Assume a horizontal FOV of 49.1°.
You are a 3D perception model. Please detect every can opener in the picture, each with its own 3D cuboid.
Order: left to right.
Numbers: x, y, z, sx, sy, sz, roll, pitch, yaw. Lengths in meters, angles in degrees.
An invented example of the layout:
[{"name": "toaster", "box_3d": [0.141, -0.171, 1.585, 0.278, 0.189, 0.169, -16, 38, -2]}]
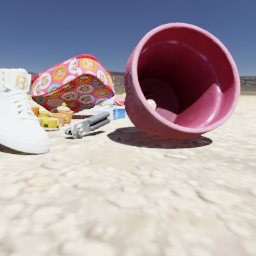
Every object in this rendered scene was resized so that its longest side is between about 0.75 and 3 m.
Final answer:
[{"name": "can opener", "box_3d": [-0.973, -0.112, 6.818, 0.450, 0.359, 1.345, 10, 23, 30]}]

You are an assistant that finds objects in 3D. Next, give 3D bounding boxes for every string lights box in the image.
[{"name": "string lights box", "box_3d": [-0.640, -0.558, 10.647, 0.703, 0.403, 1.368, 5, 10, 27]}]

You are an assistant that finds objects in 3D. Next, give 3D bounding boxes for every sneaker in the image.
[{"name": "sneaker", "box_3d": [-2.208, -0.481, 5.478, 2.303, 1.331, 0.849, 27, 13, 34]}]

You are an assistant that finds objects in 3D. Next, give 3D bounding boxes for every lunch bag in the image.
[{"name": "lunch bag", "box_3d": [-1.917, -1.380, 10.477, 2.748, 1.126, 2.420, -19, -27, 18]}]

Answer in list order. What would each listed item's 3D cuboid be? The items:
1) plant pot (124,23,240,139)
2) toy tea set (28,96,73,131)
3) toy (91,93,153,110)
[{"name": "plant pot", "box_3d": [0.898, -0.791, 6.299, 2.315, 2.315, 2.072, -3, -11, -17]}, {"name": "toy tea set", "box_3d": [-2.418, -0.516, 8.431, 1.324, 0.824, 2.227, 8, 9, 4]}, {"name": "toy", "box_3d": [-0.363, -1.390, 14.509, 2.930, 0.692, 1.687, 2, 23, 31]}]
